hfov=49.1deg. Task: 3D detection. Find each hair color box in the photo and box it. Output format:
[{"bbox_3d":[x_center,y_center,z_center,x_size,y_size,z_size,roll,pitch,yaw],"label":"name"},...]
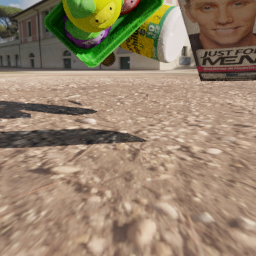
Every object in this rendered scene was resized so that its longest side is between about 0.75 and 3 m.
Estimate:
[{"bbox_3d":[1.589,-1.783,4.379,1.293,0.782,2.585,3,-26,27],"label":"hair color box"}]

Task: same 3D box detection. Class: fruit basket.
[{"bbox_3d":[-0.609,-2.771,6.496,2.002,2.776,2.776,41,-11,-32],"label":"fruit basket"}]

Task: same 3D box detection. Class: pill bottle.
[{"bbox_3d":[0.257,-3.108,8.474,2.801,1.580,1.580,26,24,23],"label":"pill bottle"}]

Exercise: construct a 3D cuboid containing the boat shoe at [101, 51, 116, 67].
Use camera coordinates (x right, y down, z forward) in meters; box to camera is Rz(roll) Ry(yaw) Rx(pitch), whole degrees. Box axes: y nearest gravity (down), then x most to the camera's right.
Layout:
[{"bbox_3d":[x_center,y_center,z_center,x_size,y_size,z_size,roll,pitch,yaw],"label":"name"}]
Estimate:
[{"bbox_3d":[-1.315,-3.084,9.599,2.268,0.816,0.771,41,3,9],"label":"boat shoe"}]
